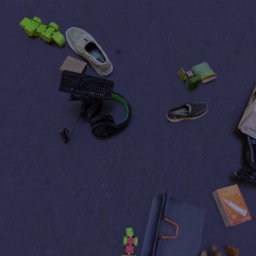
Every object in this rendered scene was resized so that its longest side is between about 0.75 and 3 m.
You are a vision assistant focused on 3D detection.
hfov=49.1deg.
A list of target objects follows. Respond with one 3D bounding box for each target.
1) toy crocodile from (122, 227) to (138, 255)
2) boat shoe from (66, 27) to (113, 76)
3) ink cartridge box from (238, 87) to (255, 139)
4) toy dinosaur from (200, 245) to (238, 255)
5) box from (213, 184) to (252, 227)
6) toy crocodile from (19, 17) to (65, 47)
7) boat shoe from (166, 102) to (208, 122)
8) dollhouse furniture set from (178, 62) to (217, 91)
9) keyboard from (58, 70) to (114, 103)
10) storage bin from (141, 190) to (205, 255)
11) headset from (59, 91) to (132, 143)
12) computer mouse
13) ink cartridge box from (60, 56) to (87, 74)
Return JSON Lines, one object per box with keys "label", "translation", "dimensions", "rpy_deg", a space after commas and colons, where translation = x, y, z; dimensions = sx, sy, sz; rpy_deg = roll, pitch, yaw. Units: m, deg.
{"label": "toy crocodile", "translation": [0.052, 4.062, 9.274], "dimensions": [0.495, 0.452, 1.465], "rpy_deg": [5, 68, 2]}
{"label": "boat shoe", "translation": [-1.666, -3.512, 12.124], "dimensions": [1.059, 0.912, 2.941], "rpy_deg": [-39, 73, -15]}
{"label": "ink cartridge box", "translation": [5.769, -0.771, 10.507], "dimensions": [2.183, 1.237, 2.978], "rpy_deg": [29, 58, 11]}
{"label": "toy dinosaur", "translation": [3.071, 4.554, 8.920], "dimensions": [2.643, 0.798, 1.404], "rpy_deg": [46, 68, -12]}
{"label": "box", "translation": [3.596, 2.697, 9.749], "dimensions": [0.770, 0.603, 1.237], "rpy_deg": [-15, 69, -6]}
{"label": "toy crocodile", "translation": [-3.867, -4.363, 12.654], "dimensions": [2.366, 0.731, 0.799], "rpy_deg": [23, 70, 14]}
{"label": "boat shoe", "translation": [2.412, -0.690, 11.147], "dimensions": [1.780, 0.585, 0.636], "rpy_deg": [-14, 68, -6]}
{"label": "dollhouse furniture set", "translation": [2.997, -2.338, 11.745], "dimensions": [1.454, 0.730, 0.952], "rpy_deg": [-24, 70, -9]}
{"label": "keyboard", "translation": [-1.391, -1.325, 9.738], "dimensions": [1.944, 0.385, 1.012], "rpy_deg": [8, 101, -28]}
{"label": "storage bin", "translation": [1.529, 3.366, 9.038], "dimensions": [1.562, 1.693, 2.326], "rpy_deg": [16, 68, -5]}
{"label": "headset", "translation": [-1.257, -0.327, 10.947], "dimensions": [2.934, 1.379, 1.812], "rpy_deg": [-26, 68, -26]}
{"label": "computer mouse", "translation": [4.750, 1.075, 10.276], "dimensions": [1.667, 0.635, 2.408], "rpy_deg": [15, 56, 2]}
{"label": "ink cartridge box", "translation": [-2.331, -2.578, 12.049], "dimensions": [0.930, 0.349, 0.766], "rpy_deg": [23, 69, 9]}
